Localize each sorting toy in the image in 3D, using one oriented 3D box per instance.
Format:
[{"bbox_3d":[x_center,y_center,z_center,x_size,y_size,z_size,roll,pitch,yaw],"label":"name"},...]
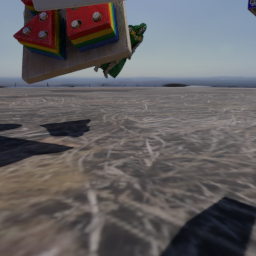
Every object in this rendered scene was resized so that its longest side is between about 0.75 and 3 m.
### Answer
[{"bbox_3d":[-1.603,-2.976,7.215,2.961,2.979,1.037,-12,-22,15],"label":"sorting toy"}]

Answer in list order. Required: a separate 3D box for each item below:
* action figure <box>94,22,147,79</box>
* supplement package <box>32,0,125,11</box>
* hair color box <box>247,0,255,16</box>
[{"bbox_3d":[-0.211,-2.579,9.123,1.319,2.234,0.611,24,38,-37],"label":"action figure"},{"bbox_3d":[-0.687,-2.629,4.228,1.357,1.409,2.477,-9,26,-3],"label":"supplement package"},{"bbox_3d":[2.294,-2.448,4.467,0.713,1.305,0.423,5,2,-44],"label":"hair color box"}]
